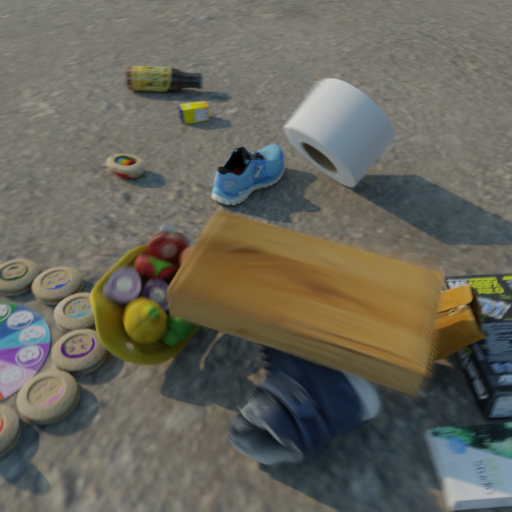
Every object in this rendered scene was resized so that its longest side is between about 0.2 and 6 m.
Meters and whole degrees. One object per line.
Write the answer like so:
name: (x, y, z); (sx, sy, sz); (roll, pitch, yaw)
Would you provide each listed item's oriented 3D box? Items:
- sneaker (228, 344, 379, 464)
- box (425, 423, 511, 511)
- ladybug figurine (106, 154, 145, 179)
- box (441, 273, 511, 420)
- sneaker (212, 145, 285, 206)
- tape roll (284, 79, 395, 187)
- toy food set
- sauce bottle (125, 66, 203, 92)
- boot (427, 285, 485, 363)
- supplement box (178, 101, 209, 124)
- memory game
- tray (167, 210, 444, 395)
sneaker: (0.135, 1.453, 7.193); (1.788, 0.941, 2.474); (-24, 56, -32)
box: (2.846, 2.495, 6.728); (1.342, 0.244, 0.969); (-2, 40, -4)
ladybug figurine: (-2.794, -1.907, 12.008); (0.935, 0.336, 0.634); (21, 44, 24)
box: (4.270, 1.171, 8.043); (2.796, 0.619, 2.240); (-3, 39, -3)
sneaker: (-0.085, -1.836, 11.454); (0.806, 0.925, 2.057); (25, 45, 27)
tape roll: (1.652, -2.427, 11.185); (1.846, 1.846, 1.268); (38, 89, 37)
toy food set: (-1.282, 0.334, 8.363); (1.590, 0.883, 2.702); (37, 44, -4)
sauce bottle: (-2.494, -4.833, 15.308); (2.068, 0.683, 0.683); (1, 39, 3)
boot: (2.522, 0.696, 8.149); (1.289, 0.634, 1.801); (-33, 43, 25)
supplement box: (-1.559, -3.585, 14.014); (0.702, 0.382, 0.384); (-11, 41, -13)
memory game: (-4.136, 1.343, 8.119); (3.996, 0.255, 3.996); (0, 39, 0)
tray: (0.645, 0.473, 7.119); (3.151, 0.583, 1.554); (16, 49, 13)
